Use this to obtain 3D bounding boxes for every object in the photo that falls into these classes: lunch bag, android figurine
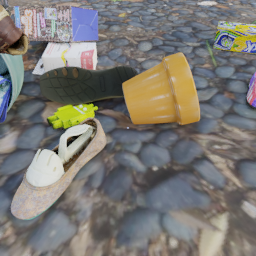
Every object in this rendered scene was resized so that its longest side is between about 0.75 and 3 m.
[{"bbox_3d":[-4.140,-0.568,7.034,1.759,1.318,2.068,17,69,20],"label":"lunch bag"},{"bbox_3d":[-1.506,-0.361,7.725,1.372,0.282,1.249,-22,28,-21],"label":"android figurine"}]

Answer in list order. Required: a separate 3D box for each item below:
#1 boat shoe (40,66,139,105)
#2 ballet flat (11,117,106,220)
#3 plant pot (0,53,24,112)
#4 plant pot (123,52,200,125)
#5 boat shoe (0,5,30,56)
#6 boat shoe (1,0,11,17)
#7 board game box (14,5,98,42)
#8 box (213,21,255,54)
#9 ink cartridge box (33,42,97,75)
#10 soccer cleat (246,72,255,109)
[{"bbox_3d":[-1.109,-1.263,8.494,2.939,1.112,1.085,-1,4,-5],"label":"boat shoe"},{"bbox_3d":[-1.489,0.665,6.103,0.962,0.950,2.826,19,43,21],"label":"ballet flat"},{"bbox_3d":[-4.116,-1.770,7.776,2.831,2.831,1.897,4,32,5],"label":"plant pot"},{"bbox_3d":[0.818,-0.858,7.475,1.700,1.857,1.857,-16,39,6],"label":"plant pot"},{"bbox_3d":[-1.751,-1.268,4.110,0.543,0.541,1.504,-53,19,-13],"label":"boat shoe"},{"bbox_3d":[-3.730,-3.760,8.480,0.251,0.750,0.214,-6,16,0],"label":"boat shoe"},{"bbox_3d":[-2.715,-4.030,10.939,2.507,1.214,1.998,8,20,21],"label":"board game box"},{"bbox_3d":[4.988,-3.617,11.356,2.786,0.896,0.976,12,40,15],"label":"box"},{"bbox_3d":[-2.286,-2.524,10.148,2.202,0.743,1.282,0,39,0],"label":"ink cartridge box"},{"bbox_3d":[4.032,-1.218,8.614,0.622,0.667,1.824,13,41,15],"label":"soccer cleat"}]
